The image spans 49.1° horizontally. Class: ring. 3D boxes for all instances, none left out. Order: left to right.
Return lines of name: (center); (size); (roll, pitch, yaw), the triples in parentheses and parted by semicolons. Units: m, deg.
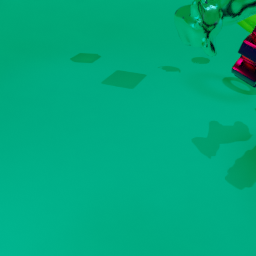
ring: (3.187, -2.895, 7.497); (1.476, 0.295, 1.476); (33, 22, -15)

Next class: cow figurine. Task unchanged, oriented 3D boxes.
cow figurine: (1.435, -1.739, 3.997); (1.514, 0.831, 1.490); (-15, 34, 24)

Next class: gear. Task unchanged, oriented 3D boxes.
gear: (1.813, -1.237, 3.116); (0.307, 1.660, 1.660); (39, 47, 19)
